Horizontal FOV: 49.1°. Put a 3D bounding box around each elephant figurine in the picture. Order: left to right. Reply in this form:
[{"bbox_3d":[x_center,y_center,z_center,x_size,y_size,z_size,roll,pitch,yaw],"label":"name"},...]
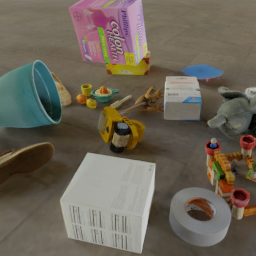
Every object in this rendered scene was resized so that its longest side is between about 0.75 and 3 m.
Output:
[{"bbox_3d":[3.734,-0.578,9.787,1.880,2.062,2.657,-42,19,14],"label":"elephant figurine"}]

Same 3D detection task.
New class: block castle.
[{"bbox_3d":[3.002,1.119,7.320,1.502,1.055,2.248,-9,36,-1],"label":"block castle"}]

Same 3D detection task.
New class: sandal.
[{"bbox_3d":[-3.227,-1.944,12.208,1.023,0.918,2.791,-19,38,-26],"label":"sandal"}]

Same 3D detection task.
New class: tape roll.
[{"bbox_3d":[1.678,2.053,6.613,1.378,0.455,1.378,1,33,0],"label":"tape roll"}]

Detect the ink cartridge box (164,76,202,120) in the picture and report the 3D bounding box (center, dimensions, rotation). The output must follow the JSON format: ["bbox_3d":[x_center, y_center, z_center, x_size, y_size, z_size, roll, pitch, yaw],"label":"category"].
[{"bbox_3d":[2.157,-1.257,11.253,1.369,0.800,2.359,3,34,7],"label":"ink cartridge box"}]

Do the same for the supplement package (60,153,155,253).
[{"bbox_3d":[-0.362,1.657,6.462,1.725,1.269,1.649,8,34,12],"label":"supplement package"}]

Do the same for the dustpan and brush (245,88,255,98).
[{"bbox_3d":[5.744,-1.539,12.104,1.265,0.362,0.883,13,36,18],"label":"dustpan and brush"}]

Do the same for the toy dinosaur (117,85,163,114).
[{"bbox_3d":[0.550,-0.913,11.005,1.526,0.868,2.873,-4,20,39],"label":"toy dinosaur"}]

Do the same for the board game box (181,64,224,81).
[{"bbox_3d":[3.595,-2.596,13.719,1.585,0.391,2.006,-17,32,-17],"label":"board game box"}]

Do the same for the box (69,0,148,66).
[{"bbox_3d":[-0.820,-4.441,12.845,2.953,2.597,1.428,11,45,24],"label":"box"}]

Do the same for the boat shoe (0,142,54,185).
[{"bbox_3d":[-3.326,0.927,8.001,2.390,0.862,0.860,-29,44,-27],"label":"boat shoe"}]

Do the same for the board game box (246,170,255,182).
[{"bbox_3d":[4.030,1.185,8.166,0.634,0.199,1.328,26,45,34],"label":"board game box"}]

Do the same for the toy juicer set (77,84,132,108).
[{"bbox_3d":[-1.088,-1.327,11.574,2.212,0.602,1.407,9,35,13],"label":"toy juicer set"}]

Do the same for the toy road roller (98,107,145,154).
[{"bbox_3d":[-0.185,0.041,9.239,1.165,0.981,1.596,-7,37,-32],"label":"toy road roller"}]

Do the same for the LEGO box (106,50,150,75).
[{"bbox_3d":[0.054,-3.450,14.545,2.166,0.836,1.613,2,34,3],"label":"LEGO box"}]

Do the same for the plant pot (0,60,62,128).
[{"bbox_3d":[-3.758,-0.967,9.804,2.127,2.264,2.264,-15,34,5],"label":"plant pot"}]
